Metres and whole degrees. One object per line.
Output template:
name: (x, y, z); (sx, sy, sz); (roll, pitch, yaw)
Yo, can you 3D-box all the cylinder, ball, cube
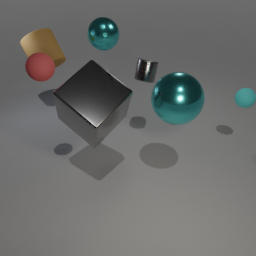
cylinder: (-3.566, -3.241, 11.843); (1.400, 1.400, 1.400); (-27, 6, 3)
ball: (-2.162, -1.500, 6.909); (0.700, 0.700, 0.700); (0, 31, 0)
ball: (4.142, -1.062, 9.886); (0.700, 0.700, 0.700); (0, 31, 0)
ball: (-1.070, -4.092, 12.222); (1.400, 1.400, 1.400); (0, 31, 0)
cube: (-0.912, -0.595, 7.350); (1.400, 1.400, 1.400); (39, 67, 9)
cylinder: (0.620, -1.950, 9.526); (0.700, 0.700, 0.700); (11, 16, -3)
ball: (1.310, -0.777, 7.426); (1.400, 1.400, 1.400); (0, 31, 0)
